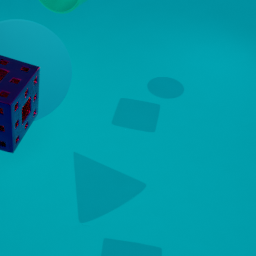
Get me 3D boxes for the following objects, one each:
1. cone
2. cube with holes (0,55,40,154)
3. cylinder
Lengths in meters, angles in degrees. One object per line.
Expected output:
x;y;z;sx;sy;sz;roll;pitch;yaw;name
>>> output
-2.120;-1.176;5.030;1.676;1.676;1.683;-27;38;-22;cone
-1.556;-0.319;3.272;0.762;0.762;0.762;16;42;-3;cube with holes
-1.314;-3.220;6.063;1.135;1.135;1.135;12;41;11;cylinder
